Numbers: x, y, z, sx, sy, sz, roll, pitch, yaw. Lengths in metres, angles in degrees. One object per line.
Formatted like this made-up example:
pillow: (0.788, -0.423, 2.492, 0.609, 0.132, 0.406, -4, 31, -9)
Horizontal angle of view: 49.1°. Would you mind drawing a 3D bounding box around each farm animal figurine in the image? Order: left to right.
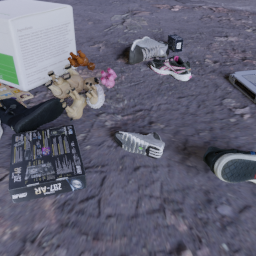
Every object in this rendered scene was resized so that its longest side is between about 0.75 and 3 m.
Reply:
farm animal figurine: (-1.272, -1.143, 8.216, 1.799, 1.120, 2.228, -43, 50, -4)

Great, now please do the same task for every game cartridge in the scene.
game cartridge: (4.797, -1.475, 10.057, 1.428, 0.445, 2.145, -4, 35, -13)

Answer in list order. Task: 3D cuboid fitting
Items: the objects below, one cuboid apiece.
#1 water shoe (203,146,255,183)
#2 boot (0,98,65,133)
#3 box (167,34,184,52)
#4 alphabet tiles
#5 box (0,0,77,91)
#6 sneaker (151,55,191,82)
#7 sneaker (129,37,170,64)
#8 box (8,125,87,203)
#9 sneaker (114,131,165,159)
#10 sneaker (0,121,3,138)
water shoe: (2.666, 0.752, 6.166, 2.207, 0.789, 0.871, 12, 18, -28)
boot: (-3.063, -0.594, 8.529, 1.519, 0.690, 1.807, 29, 50, 28)
box: (2.279, -4.099, 13.533, 0.439, 0.609, 0.820, -12, 38, -17)
alphabet tiles: (-4.802, -0.887, 9.471, 2.794, 0.088, 2.325, -26, 43, -32)
box: (-4.011, -3.312, 10.666, 2.943, 2.533, 2.957, 19, 37, 26)
sneaker: (1.767, -2.553, 11.201, 1.863, 0.804, 0.748, 25, 41, 31)
sneaker: (1.053, -3.410, 12.321, 1.457, 0.946, 2.522, 15, 37, 16)
box: (-1.980, 0.760, 6.851, 1.643, 0.446, 2.051, -10, 37, -14)
sneaker: (0.351, 0.318, 7.515, 1.360, 0.510, 0.786, 23, 35, 13)
sneaker: (-4.424, 0.176, 7.343, 1.616, 0.850, 2.237, 17, 41, 21)
